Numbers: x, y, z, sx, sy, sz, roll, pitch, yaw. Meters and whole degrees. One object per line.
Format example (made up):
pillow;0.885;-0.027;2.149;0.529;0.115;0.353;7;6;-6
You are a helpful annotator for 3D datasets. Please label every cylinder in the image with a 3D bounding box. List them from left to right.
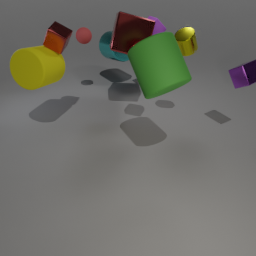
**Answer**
cylinder;-3.193;-2.184;10.013;1.400;1.400;1.400;10;23;16
cylinder;-0.538;-4.108;14.032;1.400;1.400;1.400;-19;27;-27
cylinder;0.874;-1.712;7.843;1.400;1.400;1.400;-22;-2;-1
cylinder;2.009;-2.970;9.666;0.700;0.700;0.700;-12;53;16

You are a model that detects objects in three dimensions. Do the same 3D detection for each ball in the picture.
ball;-1.934;-4.039;12.254;0.700;0.700;0.700;0;32;0

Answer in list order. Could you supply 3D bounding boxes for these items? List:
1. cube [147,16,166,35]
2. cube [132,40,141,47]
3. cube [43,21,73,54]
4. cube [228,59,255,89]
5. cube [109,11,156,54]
cube;1.082;-4.309;12.148;0.700;0.700;0.700;34;9;-38
cube;0.565;-2.499;9.499;0.700;0.700;0.700;13;36;17
cube;-2.481;-3.193;9.915;0.700;0.700;0.700;27;43;-11
cube;4.023;-1.833;9.566;0.700;0.700;0.700;-25;7;-19
cube;0.115;-3.627;10.946;1.400;1.400;1.400;12;18;-10
